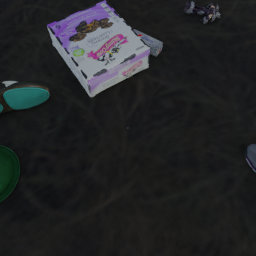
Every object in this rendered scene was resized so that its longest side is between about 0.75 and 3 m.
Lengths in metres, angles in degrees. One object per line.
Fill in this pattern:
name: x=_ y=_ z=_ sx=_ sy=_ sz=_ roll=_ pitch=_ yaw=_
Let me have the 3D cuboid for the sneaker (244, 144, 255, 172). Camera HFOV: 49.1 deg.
sneaker: x=3.585 y=0.973 z=6.256 sx=0.741 sy=0.872 sz=1.992 roll=-37 pitch=68 yaw=-18

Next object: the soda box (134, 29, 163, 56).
soda box: x=0.520 y=-2.588 z=8.506 sx=1.037 sy=0.329 sz=0.354 roll=30 pitch=65 yaw=15

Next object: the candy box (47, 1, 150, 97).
candy box: x=-0.842 y=-2.344 z=8.070 sx=1.989 sy=0.848 sz=2.371 roll=-30 pitch=66 yaw=-15

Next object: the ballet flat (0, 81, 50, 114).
ballet flat: x=-3.247 y=-0.799 z=7.310 sx=2.325 sy=0.790 sz=0.795 roll=-21 pitch=52 yaw=-11

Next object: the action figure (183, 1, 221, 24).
action figure: x=2.455 y=-3.817 z=9.153 sx=1.215 sy=0.421 sz=0.790 roll=21 pitch=56 yaw=7

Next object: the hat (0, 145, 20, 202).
hat: x=-3.292 y=0.855 z=5.933 sx=1.458 sy=1.549 sz=1.760 roll=-3 pitch=61 yaw=-2
